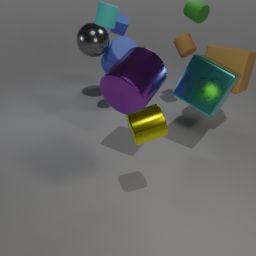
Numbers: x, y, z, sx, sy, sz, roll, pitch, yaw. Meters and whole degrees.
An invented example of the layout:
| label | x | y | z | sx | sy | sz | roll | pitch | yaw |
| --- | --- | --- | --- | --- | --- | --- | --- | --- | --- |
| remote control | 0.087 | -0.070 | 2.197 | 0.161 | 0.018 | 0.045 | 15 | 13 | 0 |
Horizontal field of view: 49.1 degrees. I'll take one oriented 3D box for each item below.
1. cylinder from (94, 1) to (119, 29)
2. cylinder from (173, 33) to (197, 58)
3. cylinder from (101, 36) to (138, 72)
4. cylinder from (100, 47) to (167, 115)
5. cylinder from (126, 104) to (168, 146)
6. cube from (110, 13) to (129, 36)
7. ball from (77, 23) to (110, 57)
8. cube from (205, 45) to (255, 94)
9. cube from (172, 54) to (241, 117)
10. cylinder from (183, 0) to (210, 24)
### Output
| label | x | y | z | sx | sy | sz | roll | pitch | yaw |
| --- | --- | --- | --- | --- | --- | --- | --- | --- | --- |
| cylinder | -0.715 | -3.747 | 9.315 | 0.700 | 0.700 | 0.700 | 15 | 24 | -7 |
| cylinder | 2.262 | -3.273 | 11.111 | 0.700 | 0.700 | 0.700 | -23 | -8 | -3 |
| cylinder | -0.358 | -3.217 | 12.832 | 1.400 | 1.400 | 1.400 | -19 | -7 | -30 |
| cylinder | 0.157 | -1.304 | 7.828 | 1.400 | 1.400 | 1.400 | 18 | 53 | 29 |
| cylinder | 0.387 | -0.067 | 5.862 | 0.700 | 0.700 | 0.700 | -19 | 32 | -4 |
| cube | -0.406 | -4.931 | 13.295 | 0.700 | 0.700 | 0.700 | 13 | 54 | -17 |
| ball | -1.487 | -3.748 | 11.957 | 1.400 | 1.400 | 1.400 | 0 | 30 | 0 |
| cube | 3.560 | -2.119 | 9.976 | 1.400 | 1.400 | 1.400 | 20 | 23 | 30 |
| cube | 2.502 | -1.373 | 8.854 | 1.400 | 1.400 | 1.400 | 35 | 25 | 17 |
| cylinder | 2.556 | -4.387 | 10.466 | 0.700 | 0.700 | 0.700 | -21 | 53 | -32 |
